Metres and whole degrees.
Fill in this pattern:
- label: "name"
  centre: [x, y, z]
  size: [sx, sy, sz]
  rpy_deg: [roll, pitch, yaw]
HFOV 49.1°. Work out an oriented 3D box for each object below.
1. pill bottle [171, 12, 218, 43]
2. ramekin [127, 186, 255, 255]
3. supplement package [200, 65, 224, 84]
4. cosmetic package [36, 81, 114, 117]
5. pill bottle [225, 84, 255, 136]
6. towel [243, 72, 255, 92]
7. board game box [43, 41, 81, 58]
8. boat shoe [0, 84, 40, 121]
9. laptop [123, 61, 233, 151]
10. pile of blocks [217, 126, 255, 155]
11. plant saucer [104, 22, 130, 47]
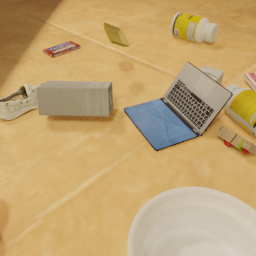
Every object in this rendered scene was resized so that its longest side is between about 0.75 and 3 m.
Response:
- label: "pill bottle"
  centre: [3.421, -5.125, 14.440]
  size: [2.203, 1.226, 1.226]
  rpy_deg: [27, 46, 27]
- label: "ramekin"
  centre: [1.300, 2.488, 4.996]
  size: [2.684, 1.309, 2.684]
  rpy_deg: [2, 36, -1]
- label: "supplement package"
  centre: [2.807, -1.563, 10.372]
  size: [0.868, 0.871, 1.485]
  rpy_deg: [25, 45, 27]
- label: "cosmetic package"
  centre: [-1.722, -1.009, 9.364]
  size: [2.349, 1.059, 1.255]
  rpy_deg: [-1, 21, 5]
- label: "pill bottle"
  centre: [3.906, -0.621, 9.051]
  size: [1.083, 1.083, 1.934]
  rpy_deg: [-16, 43, -19]
- label: "towel"
  centre: [6.197, -1.560, 10.792]
  size: [2.844, 0.425, 2.081]
  rpy_deg: [-5, 40, -3]
- label: "board game box"
  centre: [-3.244, -3.892, 13.774]
  size: [1.641, 0.160, 0.845]
  rpy_deg: [-32, 50, -33]
- label: "boat shoe"
  centre: [-3.487, -1.148, 9.879]
  size: [0.865, 0.847, 2.444]
  rpy_deg: [27, 46, 29]
- label: "laptop"
  centre: [1.483, -0.826, 9.064]
  size: [1.455, 2.510, 2.350]
  rpy_deg: [15, 27, -40]
- label: "pile of blocks"
  centre: [3.223, 0.456, 8.354]
  size: [0.453, 0.598, 1.457]
  rpy_deg: [-53, 39, 5]
- label: "plant saucer"
  centre: [-0.475, -3.486, 10.649]
  size: [0.957, 0.232, 0.958]
  rpy_deg: [0, 58, -47]
